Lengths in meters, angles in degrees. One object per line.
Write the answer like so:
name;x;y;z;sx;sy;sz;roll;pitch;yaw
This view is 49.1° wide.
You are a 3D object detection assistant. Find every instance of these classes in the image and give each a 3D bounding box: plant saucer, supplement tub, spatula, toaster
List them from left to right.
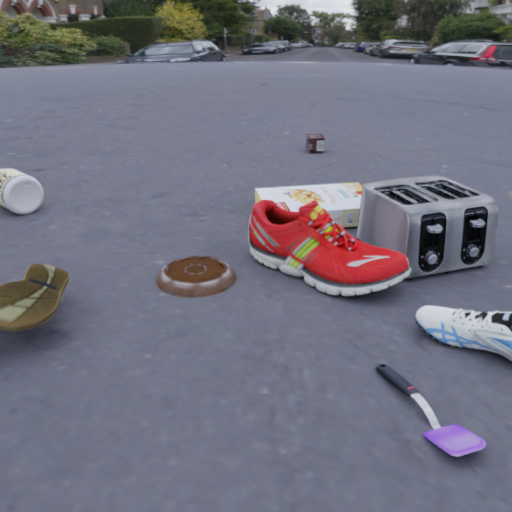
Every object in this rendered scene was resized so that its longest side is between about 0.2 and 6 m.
supplement tub;-5.976;-1.621;13.826;0.963;0.963;1.328;-23;32;-40
plant saucer;-1.121;0.335;10.435;1.507;0.242;1.507;-1;25;0
spatula;2.085;1.882;7.083;0.552;0.201;1.953;-7;25;-19
toaster;3.317;-0.657;11.219;2.097;1.376;2.319;-7;25;-18

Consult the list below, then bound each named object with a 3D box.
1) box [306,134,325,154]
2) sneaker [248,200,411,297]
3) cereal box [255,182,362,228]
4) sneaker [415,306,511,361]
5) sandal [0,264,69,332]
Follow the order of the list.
box;2.022;-3.849;19.194;0.539;0.545;0.657;-2;25;-4
sneaker;1.172;-0.276;10.288;3.379;1.435;1.301;16;32;33
cereal box;1.450;-1.197;13.382;2.722;0.538;1.959;-5;25;-10
sneaker;3.403;1.055;8.232;2.126;0.770;0.764;16;30;34
sandal;-3.520;0.724;8.776;0.898;0.604;2.235;21;14;-9
